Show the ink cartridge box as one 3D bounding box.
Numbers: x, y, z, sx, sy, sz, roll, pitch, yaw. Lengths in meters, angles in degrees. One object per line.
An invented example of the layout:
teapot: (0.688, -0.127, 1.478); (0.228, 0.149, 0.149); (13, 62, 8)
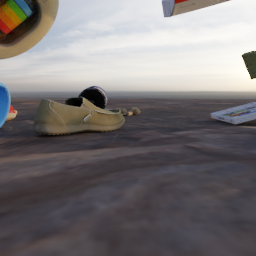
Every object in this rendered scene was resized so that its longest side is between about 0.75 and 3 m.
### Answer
ink cartridge box: (2.250, -3.720, 8.042); (2.118, 0.744, 2.606); (-15, 27, 0)

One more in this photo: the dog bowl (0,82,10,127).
dog bowl: (-3.626, -0.506, 6.481); (0.667, 1.501, 2.692); (12, 8, 4)

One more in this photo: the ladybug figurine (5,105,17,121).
ladybug figurine: (-4.875, -0.589, 9.668); (1.957, 0.704, 1.328); (-5, 9, -34)

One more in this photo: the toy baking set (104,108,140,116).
toy baking set: (-0.438, -0.794, 12.973); (1.849, 0.280, 2.409); (-1, 7, -6)

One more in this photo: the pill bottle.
pill bottle: (-1.523, -1.260, 12.488); (1.206, 1.206, 2.156); (0, 11, -2)

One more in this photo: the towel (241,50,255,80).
towel: (3.730, -1.725, 7.468); (1.252, 0.929, 0.228); (4, 47, 49)

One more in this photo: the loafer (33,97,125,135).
loafer: (-1.095, -0.346, 7.049); (0.996, 0.883, 2.619); (7, 10, 42)

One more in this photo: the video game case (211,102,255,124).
video game case: (4.010, -0.545, 9.536); (1.744, 0.219, 2.436); (-14, 6, 2)

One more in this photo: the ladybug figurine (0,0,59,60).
ladybug figurine: (-3.168, -3.090, 7.487); (2.912, 1.977, 1.048); (-38, 41, -7)
